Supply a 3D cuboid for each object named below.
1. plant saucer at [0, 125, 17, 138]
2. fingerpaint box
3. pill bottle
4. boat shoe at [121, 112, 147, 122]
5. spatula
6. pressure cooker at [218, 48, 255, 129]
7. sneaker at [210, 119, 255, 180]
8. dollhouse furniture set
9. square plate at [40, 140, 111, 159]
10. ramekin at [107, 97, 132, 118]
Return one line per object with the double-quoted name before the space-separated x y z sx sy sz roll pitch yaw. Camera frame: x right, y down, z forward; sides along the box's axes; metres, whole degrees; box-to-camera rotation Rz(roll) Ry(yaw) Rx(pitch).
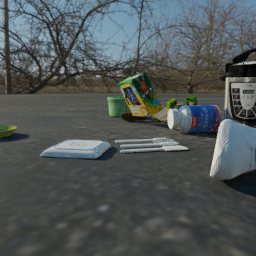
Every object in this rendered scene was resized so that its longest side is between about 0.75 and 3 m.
"plant saucer" -4.697 0.144 9.568 1.684 0.262 1.684 0 10 0
"fingerpaint box" 0.452 -1.353 11.830 0.728 1.655 1.984 -31 13 -15
"pill bottle" 2.410 -0.336 10.279 1.774 0.995 0.995 -3 9 -9
"boat shoe" 0.277 -0.506 13.287 1.219 0.435 0.400 0 -1 -3
"spatula" 0.597 0.492 7.895 1.839 0.148 1.279 -3 15 -12
"pressure cooker" 4.625 -1.244 9.574 2.635 2.996 2.676 0 10 -3
"sneaker" 2.513 0.434 5.584 1.270 1.080 2.871 15 14 29
"dollhouse furniture set" 2.325 -0.664 13.727 2.503 0.966 1.251 -31 35 -27
"square plate" -1.318 0.518 7.396 1.466 0.208 1.452 2 10 11
"ramekin" -0.081 -1.162 15.302 2.101 1.026 2.101 0 9 0
